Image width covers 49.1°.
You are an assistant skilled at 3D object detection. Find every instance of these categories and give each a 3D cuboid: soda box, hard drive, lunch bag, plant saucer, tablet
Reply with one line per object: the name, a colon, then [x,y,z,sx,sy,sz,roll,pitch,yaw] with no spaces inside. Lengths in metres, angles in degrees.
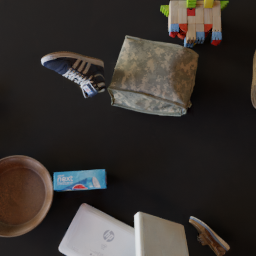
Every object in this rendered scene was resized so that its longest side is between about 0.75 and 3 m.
soda box: [-1.620,1.811,9.655,1.753,0.562,0.594,-4,71,-1]
hard drive: [1.031,3.857,7.986,1.758,0.350,2.665,23,36,-19]
lunch bag: [1.026,-1.811,10.318,2.909,1.711,2.386,13,71,9]
plant saucer: [-3.817,2.285,9.535,2.663,0.487,2.663,0,70,0]
tablet: [-0.750,3.799,9.173,2.623,0.179,1.707,25,73,8]

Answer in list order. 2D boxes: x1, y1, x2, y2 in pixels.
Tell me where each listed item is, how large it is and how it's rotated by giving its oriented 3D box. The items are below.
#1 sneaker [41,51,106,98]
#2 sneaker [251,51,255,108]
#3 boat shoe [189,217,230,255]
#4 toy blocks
sneaker: [-1.600,-1.636,8.890,2.250,0.788,1.220,-3,80,-45]
sneaker: [5.658,-1.927,10.740,1.511,0.976,2.786,11,68,6]
boat shoe: [2.542,3.530,9.067,1.528,0.552,0.553,40,77,13]
toy blocks: [2.708,-4.201,11.506,2.686,1.342,1.836,1,82,1]
